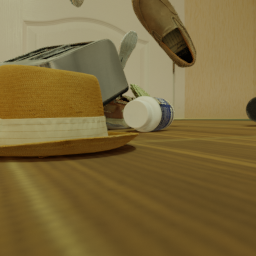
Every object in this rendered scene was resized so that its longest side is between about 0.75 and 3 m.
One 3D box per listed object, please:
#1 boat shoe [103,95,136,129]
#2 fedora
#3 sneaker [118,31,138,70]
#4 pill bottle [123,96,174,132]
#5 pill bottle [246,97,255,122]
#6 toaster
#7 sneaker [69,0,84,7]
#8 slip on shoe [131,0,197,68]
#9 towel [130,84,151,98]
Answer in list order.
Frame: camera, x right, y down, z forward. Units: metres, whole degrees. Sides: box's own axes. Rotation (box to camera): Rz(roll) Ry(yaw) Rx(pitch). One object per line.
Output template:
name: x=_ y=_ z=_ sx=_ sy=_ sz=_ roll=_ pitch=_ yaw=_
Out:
boat shoe: x=0.039 y=-0.504 z=8.492 sx=1.046 sy=0.992 sz=2.762 roll=1 pitch=3 yaw=28
fedora: x=-0.923 y=-0.205 z=3.065 sx=2.111 sy=0.861 sz=2.111 roll=-1 pitch=2 yaw=0
sneaker: x=-0.179 y=-3.426 z=12.487 sx=0.690 sy=1.889 sz=0.669 roll=24 pitch=14 yaw=-17
pill bottle: x=0.486 y=-0.323 z=6.505 sx=0.810 sy=0.810 sz=1.458 roll=1 pitch=3 yaw=27
pill bottle: x=5.193 y=-0.656 z=10.129 sx=2.082 sy=1.164 sz=1.164 roll=-1 pitch=3 yaw=-39
toaster: x=-1.743 y=-1.073 z=6.833 sx=2.418 sy=1.587 sz=2.674 roll=8 pitch=33 yaw=40
sneaker: x=-0.930 y=-3.542 z=6.582 sx=0.712 sy=1.642 sz=0.616 roll=31 pitch=47 yaw=2
slip on shoe: x=1.184 y=-3.111 z=8.787 sx=1.106 sy=2.910 sz=0.882 roll=-33 pitch=18 yaw=13
towel: x=0.726 y=-0.698 z=8.846 sx=0.308 sy=1.252 sz=1.688 roll=-38 pitch=-30 yaw=13
